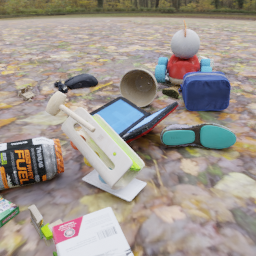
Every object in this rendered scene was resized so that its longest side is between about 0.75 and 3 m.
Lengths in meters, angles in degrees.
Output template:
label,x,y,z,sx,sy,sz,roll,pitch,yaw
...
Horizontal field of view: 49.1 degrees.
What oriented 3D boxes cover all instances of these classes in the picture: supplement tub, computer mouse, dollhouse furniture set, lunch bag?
label,x,y,z,sx,sy,sz,roll,pitch,yaw
supplement tub,-2.740,0.903,7.377,1.957,1.199,1.199,-10,29,-18
computer mouse,-2.630,-2.443,14.566,2.278,0.600,1.577,-14,29,-24
dollhouse furniture set,-1.553,2.078,5.752,0.491,0.636,1.272,-23,45,-33
dollhouse furniture set,-4.680,-1.510,13.252,0.971,0.474,0.828,36,39,13
lunch bag,3.229,-1.614,12.048,2.096,1.424,1.387,1,26,6

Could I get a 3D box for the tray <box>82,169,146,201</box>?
label,x,y,z,sx,sy,sz,roll,pitch,yaw
tray,-0.370,1.468,7.411,1.554,0.172,0.835,17,33,29

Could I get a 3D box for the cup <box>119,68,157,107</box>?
label,x,y,z,sx,sy,sz,roll,pitch,yaw
cup,0.581,-1.888,12.406,1.669,1.669,1.194,8,23,15

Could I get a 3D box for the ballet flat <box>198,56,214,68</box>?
label,x,y,z,sx,sy,sz,roll,pitch,yaw
ballet flat,4.404,-4.274,17.993,2.315,0.831,0.831,13,30,25

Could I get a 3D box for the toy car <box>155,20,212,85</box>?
label,x,y,z,sx,sy,sz,roll,pitch,yaw
toy car,2.822,-3.846,13.902,2.723,2.954,2.613,5,31,11

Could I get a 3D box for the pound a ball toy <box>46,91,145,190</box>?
label,x,y,z,sx,sy,sz,roll,pitch,yaw
pound a ball toy,-0.964,0.384,7.045,2.522,1.071,1.645,45,8,22

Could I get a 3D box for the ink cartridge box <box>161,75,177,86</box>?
label,x,y,z,sx,sy,sz,roll,pitch,yaw
ink cartridge box,2.975,-2.619,15.126,1.912,0.416,1.659,13,29,24

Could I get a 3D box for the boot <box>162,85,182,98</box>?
label,x,y,z,sx,sy,sz,roll,pitch,yaw
boot,2.408,-1.858,13.669,1.201,0.397,1.052,-21,34,-37

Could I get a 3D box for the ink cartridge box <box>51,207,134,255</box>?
label,x,y,z,sx,sy,sz,roll,pitch,yaw
ink cartridge box,-0.540,2.343,4.833,1.162,0.667,1.600,-12,43,-22

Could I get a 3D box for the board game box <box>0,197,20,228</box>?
label,x,y,z,sx,sy,sz,roll,pitch,yaw
board game box,-3.346,2.073,6.173,1.020,0.221,1.516,15,30,27

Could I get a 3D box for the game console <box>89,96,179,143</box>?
label,x,y,z,sx,sy,sz,roll,pitch,yaw
game console,0.147,-0.560,9.506,2.147,1.478,2.491,-28,6,41

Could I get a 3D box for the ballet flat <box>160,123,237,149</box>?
label,x,y,z,sx,sy,sz,roll,pitch,yaw
ballet flat,2.257,0.206,9.216,2.440,0.878,0.878,2,27,1
